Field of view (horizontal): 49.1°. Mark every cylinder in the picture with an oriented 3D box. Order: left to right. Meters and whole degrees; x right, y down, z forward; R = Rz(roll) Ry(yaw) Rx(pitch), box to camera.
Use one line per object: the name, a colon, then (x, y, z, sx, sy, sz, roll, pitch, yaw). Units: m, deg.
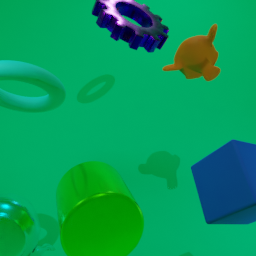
cylinder: (-0.377, 0.983, 3.371, 0.914, 0.914, 0.914, -20, 21, -11)

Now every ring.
ring: (-1.751, -0.631, 4.618, 1.430, 1.430, 0.286, 1, 69, 1)

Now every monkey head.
monkey head: (1.476, -1.452, 5.895, 1.412, 0.851, 1.016, -39, 27, 13)

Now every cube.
cube: (1.760, 0.886, 4.384, 0.978, 0.978, 0.978, 11, 53, -29)

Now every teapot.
teapot: (-1.666, 1.386, 3.900, 1.608, 0.788, 1.000, 44, 95, -13)

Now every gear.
gear: (0.059, -1.715, 4.484, 1.259, 0.233, 1.259, 18, 44, -18)
